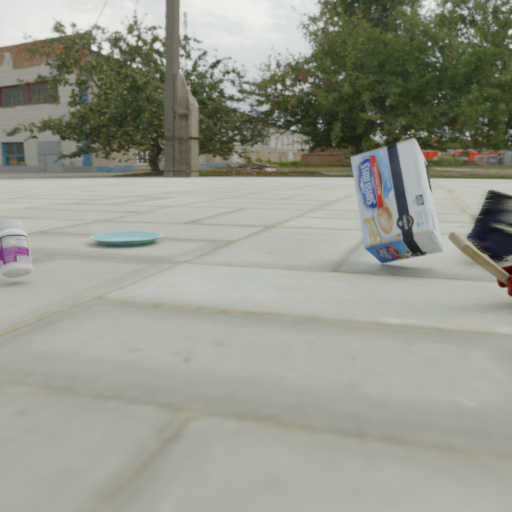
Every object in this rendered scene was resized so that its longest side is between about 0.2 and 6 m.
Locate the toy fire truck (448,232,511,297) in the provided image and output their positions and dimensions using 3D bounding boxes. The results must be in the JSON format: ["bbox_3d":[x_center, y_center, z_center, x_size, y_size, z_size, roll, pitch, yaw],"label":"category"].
[{"bbox_3d":[3.125,0.191,5.930,1.806,1.162,1.590,-12,12,-3],"label":"toy fire truck"}]

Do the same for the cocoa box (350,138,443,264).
[{"bbox_3d":[2.149,-0.797,8.572,1.017,1.550,1.034,-13,-20,24],"label":"cocoa box"}]

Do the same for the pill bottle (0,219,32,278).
[{"bbox_3d":[-3.290,-0.104,7.589,0.411,0.733,0.411,-13,-16,-4],"label":"pill bottle"}]

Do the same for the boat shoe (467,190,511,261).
[{"bbox_3d":[4.263,-0.299,9.391,2.059,0.955,0.769,25,6,-36],"label":"boat shoe"}]

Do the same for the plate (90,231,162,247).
[{"bbox_3d":[-2.563,-0.326,11.097,1.389,0.178,1.389,-1,10,0],"label":"plate"}]
